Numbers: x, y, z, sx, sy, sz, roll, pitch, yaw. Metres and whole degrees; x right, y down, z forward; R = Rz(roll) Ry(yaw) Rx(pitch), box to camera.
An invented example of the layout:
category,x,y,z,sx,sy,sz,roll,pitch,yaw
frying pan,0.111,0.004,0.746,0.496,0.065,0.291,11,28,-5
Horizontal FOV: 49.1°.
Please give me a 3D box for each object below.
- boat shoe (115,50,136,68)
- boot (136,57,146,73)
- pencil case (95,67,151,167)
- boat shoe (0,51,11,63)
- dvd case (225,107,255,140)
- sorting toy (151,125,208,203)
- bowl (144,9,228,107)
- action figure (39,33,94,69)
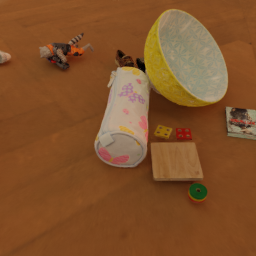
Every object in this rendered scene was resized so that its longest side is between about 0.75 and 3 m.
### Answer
category,x,y,z,sx,sy,sz,roll,pitch,yaw
boat shoe,-0.079,-2.418,10.358,0.565,0.563,1.565,-14,44,-15
boot,1.710,-2.190,10.010,1.774,0.919,2.715,-37,46,-28
pencil case,-0.059,-0.406,7.489,1.245,1.358,2.995,-14,41,19
boat shoe,-5.331,-2.807,10.897,1.641,0.604,0.548,19,23,14
dvd case,3.332,-0.162,8.176,0.913,0.138,1.251,8,43,9
sorting toy,1.138,0.829,6.877,1.127,0.395,2.338,0,43,0
bowl,1.501,-1.877,8.660,2.997,1.613,2.997,15,63,-32
action figure,-2.598,-3.097,10.831,1.902,1.028,1.966,-26,47,-38
